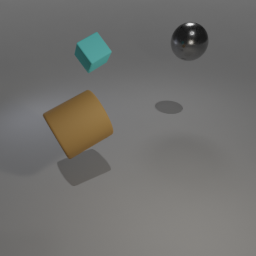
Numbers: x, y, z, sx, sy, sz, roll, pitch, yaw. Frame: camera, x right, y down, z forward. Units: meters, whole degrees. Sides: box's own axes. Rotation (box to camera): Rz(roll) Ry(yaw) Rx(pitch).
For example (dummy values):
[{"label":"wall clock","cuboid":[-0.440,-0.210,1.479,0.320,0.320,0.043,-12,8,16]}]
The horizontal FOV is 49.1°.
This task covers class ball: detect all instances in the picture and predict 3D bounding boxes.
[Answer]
[{"label":"ball","cuboid":[2.313,-3.244,10.558,1.400,1.400,1.400,0,29,0]}]

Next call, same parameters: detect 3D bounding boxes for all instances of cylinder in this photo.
[{"label":"cylinder","cuboid":[-1.334,-0.102,7.576,1.400,1.400,1.400,-31,38,-13]}]

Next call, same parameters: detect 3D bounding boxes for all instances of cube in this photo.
[{"label":"cube","cuboid":[-0.997,-2.108,7.878,0.700,0.700,0.700,-37,0,-20]}]
